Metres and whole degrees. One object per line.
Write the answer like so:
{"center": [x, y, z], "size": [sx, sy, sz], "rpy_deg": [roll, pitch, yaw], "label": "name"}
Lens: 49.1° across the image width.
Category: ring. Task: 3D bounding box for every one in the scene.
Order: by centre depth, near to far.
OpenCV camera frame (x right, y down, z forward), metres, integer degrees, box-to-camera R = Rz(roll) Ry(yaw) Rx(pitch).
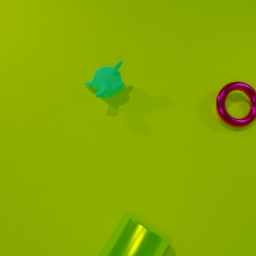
{"center": [3.223, -0.691, 8.196], "size": [1.370, 0.274, 1.370], "rpy_deg": [0, 87, -8], "label": "ring"}

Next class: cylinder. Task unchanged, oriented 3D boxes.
{"center": [0.132, 2.946, 6.734], "size": [1.280, 1.280, 1.280], "rpy_deg": [31, 75, 9], "label": "cylinder"}

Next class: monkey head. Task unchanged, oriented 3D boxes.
{"center": [-0.686, -1.327, 8.126], "size": [1.463, 1.053, 0.882], "rpy_deg": [-25, 94, 30], "label": "monkey head"}
